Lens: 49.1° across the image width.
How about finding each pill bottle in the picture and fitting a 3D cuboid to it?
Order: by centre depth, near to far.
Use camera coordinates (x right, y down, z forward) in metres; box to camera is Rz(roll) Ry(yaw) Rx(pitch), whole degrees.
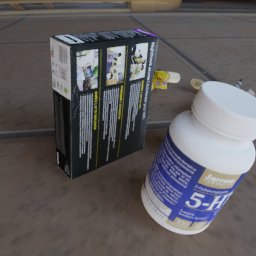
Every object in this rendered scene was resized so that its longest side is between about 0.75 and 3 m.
[{"bbox_3d":[1.067,0.444,4.090,1.233,2.060,1.233,13,33,-9],"label":"pill bottle"}]

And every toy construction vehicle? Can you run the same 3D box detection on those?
[{"bbox_3d":[0.227,-1.625,9.280,2.534,0.892,2.206,21,18,36],"label":"toy construction vehicle"}]

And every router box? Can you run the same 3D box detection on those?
[{"bbox_3d":[-0.439,-0.474,5.434,1.939,2.599,0.664,-19,39,-37],"label":"router box"}]

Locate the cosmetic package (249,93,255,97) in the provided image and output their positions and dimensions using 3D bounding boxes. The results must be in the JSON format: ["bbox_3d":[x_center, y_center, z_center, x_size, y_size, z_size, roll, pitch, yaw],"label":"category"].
[{"bbox_3d":[3.312,-0.802,8.416,0.884,0.386,0.457,3,40,4],"label":"cosmetic package"}]

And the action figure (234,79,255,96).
[{"bbox_3d":[2.555,-0.853,7.652,1.261,0.682,1.304,-25,35,-16],"label":"action figure"}]

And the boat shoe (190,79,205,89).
[{"bbox_3d":[2.479,-1.431,9.438,0.912,0.329,0.296,42,4,29],"label":"boat shoe"}]
